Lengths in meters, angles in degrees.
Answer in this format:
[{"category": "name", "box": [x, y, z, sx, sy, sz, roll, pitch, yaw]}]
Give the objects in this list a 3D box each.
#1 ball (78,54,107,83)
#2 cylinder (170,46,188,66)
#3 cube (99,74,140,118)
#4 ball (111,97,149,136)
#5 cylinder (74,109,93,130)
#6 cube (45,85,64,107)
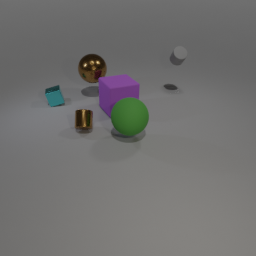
[{"category": "ball", "box": [-1.719, -2.877, 13.566, 1.400, 1.400, 1.400, 0, 29, 0]}, {"category": "cylinder", "box": [2.464, -3.510, 13.655, 0.700, 0.700, 0.700, -5, -12, -9]}, {"category": "cube", "box": [-0.425, -1.475, 12.583, 1.400, 1.400, 1.400, -12, 32, -23]}, {"category": "ball", "box": [0.068, -0.418, 10.277, 1.400, 1.400, 1.400, 0, 29, 0]}, {"category": "cylinder", "box": [-1.745, -0.323, 11.045, 0.700, 0.700, 0.700, 0, -10, 0]}, {"category": "cube", "box": [-3.479, -1.524, 13.304, 0.700, 0.700, 0.700, -18, 32, -5]}]
